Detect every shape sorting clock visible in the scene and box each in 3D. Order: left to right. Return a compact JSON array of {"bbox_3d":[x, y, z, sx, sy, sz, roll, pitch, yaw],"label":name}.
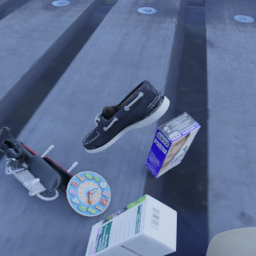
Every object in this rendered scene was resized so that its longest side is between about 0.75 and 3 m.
[{"bbox_3d":[-0.910,1.541,6.643,1.088,0.213,1.088,17,55,-25],"label":"shape sorting clock"}]

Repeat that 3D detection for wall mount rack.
[{"bbox_3d":[-2.201,1.079,7.191,1.666,0.621,1.447,30,25,25],"label":"wall mount rack"}]

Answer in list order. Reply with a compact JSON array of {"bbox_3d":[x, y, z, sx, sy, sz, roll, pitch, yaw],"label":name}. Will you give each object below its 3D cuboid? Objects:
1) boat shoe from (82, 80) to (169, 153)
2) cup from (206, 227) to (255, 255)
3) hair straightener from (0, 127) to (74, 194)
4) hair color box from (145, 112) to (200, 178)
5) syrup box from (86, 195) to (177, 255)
[{"bbox_3d":[-0.268,-0.198,6.184,2.476,0.747,0.915,-28,26,38],"label":"boat shoe"},{"bbox_3d":[2.108,2.500,5.170,1.081,1.512,1.512,1,34,44],"label":"cup"},{"bbox_3d":[-2.604,0.697,7.105,2.847,1.095,0.582,35,97,30],"label":"hair straightener"},{"bbox_3d":[1.060,0.473,6.991,0.926,1.695,0.549,-28,60,-26],"label":"hair color box"},{"bbox_3d":[0.006,2.032,5.207,0.757,1.859,0.732,34,41,-20],"label":"syrup box"}]
